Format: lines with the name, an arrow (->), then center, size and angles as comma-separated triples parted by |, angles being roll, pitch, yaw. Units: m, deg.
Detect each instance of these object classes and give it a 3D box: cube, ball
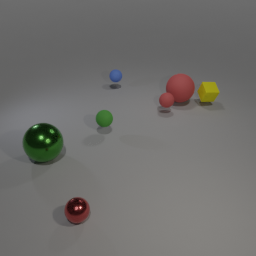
cube -> 3.893, -1.753, 13.608 | 0.700, 0.700, 0.700 | -1, 56, -13
ball -> 1.790, -1.290, 12.980 | 0.700, 0.700, 0.700 | 0, 31, 0
ball -> 2.569, -1.964, 13.773 | 1.400, 1.400, 1.400 | 0, 31, 0
ball -> -0.952, -0.381, 11.277 | 0.700, 0.700, 0.700 | 0, 31, 0
ball -> -3.007, 0.513, 9.951 | 1.400, 1.400, 1.400 | 0, 31, 0
ball -> -1.401, 2.260, 7.726 | 0.700, 0.700, 0.700 | 0, 31, 0
ball -> -0.665, -2.846, 15.316 | 0.700, 0.700, 0.700 | 0, 31, 0
